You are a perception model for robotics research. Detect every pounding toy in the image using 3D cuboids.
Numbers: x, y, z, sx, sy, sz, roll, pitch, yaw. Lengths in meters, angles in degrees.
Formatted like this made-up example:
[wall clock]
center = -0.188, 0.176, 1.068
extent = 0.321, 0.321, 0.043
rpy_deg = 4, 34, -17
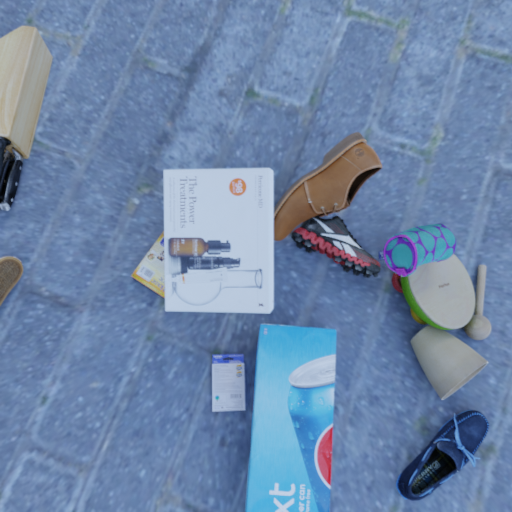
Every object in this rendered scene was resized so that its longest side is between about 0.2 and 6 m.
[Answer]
[pounding toy]
center = 3.470, 0.774, 11.000
extent = 2.223, 1.031, 1.716
rpy_deg = 18, 61, -25

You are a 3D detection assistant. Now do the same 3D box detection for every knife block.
[knife block]
center = -5.232, -2.761, 11.793
extent = 3.396, 1.087, 2.981
rpy_deg = -37, 78, -10

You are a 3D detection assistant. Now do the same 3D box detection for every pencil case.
[pencil case]
center = 2.821, -0.119, 9.629
extent = 0.695, 1.632, 0.754
rpy_deg = 19, 111, 39

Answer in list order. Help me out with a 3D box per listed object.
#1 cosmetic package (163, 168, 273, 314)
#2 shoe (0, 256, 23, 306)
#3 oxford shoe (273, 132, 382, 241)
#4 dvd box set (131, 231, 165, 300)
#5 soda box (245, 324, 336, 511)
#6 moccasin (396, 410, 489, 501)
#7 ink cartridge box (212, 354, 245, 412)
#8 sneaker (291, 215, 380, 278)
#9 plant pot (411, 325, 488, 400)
[cosmetic package]
center = -0.626, -0.259, 9.575
extent = 1.831, 0.627, 2.429
rpy_deg = 0, 94, 6
[shoe]
center = -5.446, 0.880, 11.082
extent = 2.171, 0.580, 0.759
rpy_deg = -50, 124, -10
[oxford shoe]
center = 1.213, -1.077, 10.552
extent = 2.648, 0.945, 0.944
rpy_deg = -43, 72, 19
[dvd box set]
center = -1.653, 0.113, 11.430
extent = 1.118, 0.225, 1.527
rpy_deg = 31, 76, 8
[soda box]
center = 0.597, 3.382, 9.934
extent = 1.416, 1.340, 4.175
rpy_deg = 4, 75, 1
[moccasin]
center = 3.509, 3.692, 10.160
extent = 0.861, 0.730, 2.140
rpy_deg = 43, 79, 11
[ink cartridge box]
center = -0.531, 2.440, 10.782
extent = 0.635, 0.223, 1.065
rpy_deg = -2, 77, -1
[sneaker]
center = 1.714, -0.274, 11.276
extent = 1.912, 0.676, 0.934
rpy_deg = 28, 77, 12
[plant pot]
center = 3.528, 1.899, 10.578
extent = 1.101, 1.101, 1.176
rpy_deg = -33, 64, -9
